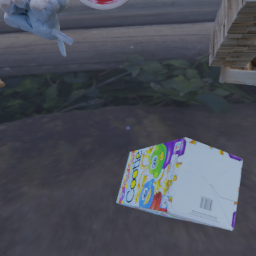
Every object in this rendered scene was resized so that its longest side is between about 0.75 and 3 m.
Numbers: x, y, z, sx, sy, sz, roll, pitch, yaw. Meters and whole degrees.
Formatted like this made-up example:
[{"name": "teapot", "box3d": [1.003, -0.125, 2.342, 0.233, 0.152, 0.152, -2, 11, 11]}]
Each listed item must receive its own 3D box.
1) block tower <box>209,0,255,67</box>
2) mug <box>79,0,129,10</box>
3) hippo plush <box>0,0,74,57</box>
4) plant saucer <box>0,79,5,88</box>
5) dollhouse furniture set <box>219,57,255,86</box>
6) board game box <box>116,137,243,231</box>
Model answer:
[{"name": "block tower", "box3d": [1.662, -1.523, 3.930, 0.721, 2.495, 0.674, 2, 86, 6]}, {"name": "mug", "box3d": [-0.145, -3.137, 5.093, 2.048, 1.539, 2.307, 1, 39, -1]}, {"name": "hippo plush", "box3d": [-1.828, -2.886, 6.335, 1.780, 1.418, 1.431, 25, 68, -18]}, {"name": "plant saucer", "box3d": [-3.055, -0.529, 4.297, 2.179, 0.321, 2.179, -10, 16, 3]}, {"name": "dollhouse furniture set", "box3d": [2.573, -1.936, 5.079, 1.424, 2.189, 2.011, 9, 38, 17]}, {"name": "board game box", "box3d": [0.520, 0.672, 3.384, 0.768, 1.464, 0.754, 20, 73, -17]}]
